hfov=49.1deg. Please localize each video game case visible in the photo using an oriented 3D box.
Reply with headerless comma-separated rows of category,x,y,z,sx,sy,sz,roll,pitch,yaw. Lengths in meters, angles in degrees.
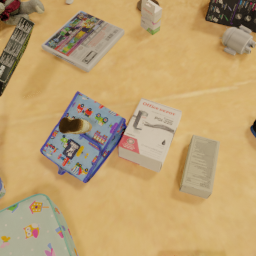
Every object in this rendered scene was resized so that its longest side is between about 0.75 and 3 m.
video game case,-1.618,-3.248,10.287,2.109,0.266,2.314,29,65,16

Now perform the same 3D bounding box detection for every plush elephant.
plush elephant,-4.673,-4.339,10.027,2.388,1.966,1.849,-13,40,26

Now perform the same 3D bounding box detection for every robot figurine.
robot figurine,3.875,-3.098,9.933,1.246,0.703,1.056,38,97,20

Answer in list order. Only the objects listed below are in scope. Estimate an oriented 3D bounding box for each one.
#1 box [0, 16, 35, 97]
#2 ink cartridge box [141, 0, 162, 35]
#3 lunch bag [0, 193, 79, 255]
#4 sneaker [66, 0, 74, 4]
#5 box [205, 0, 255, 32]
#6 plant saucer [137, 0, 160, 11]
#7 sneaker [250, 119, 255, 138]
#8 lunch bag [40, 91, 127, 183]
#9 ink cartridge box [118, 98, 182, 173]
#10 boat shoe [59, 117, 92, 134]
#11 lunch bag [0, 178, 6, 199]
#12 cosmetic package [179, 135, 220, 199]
box,-2.730,-1.590,6.505,0.369,1.499,1.552,26,74,-20
ink cartridge box,0.851,-4.144,10.250,0.412,1.223,0.716,-37,66,-20
lunch bag,-2.235,2.870,6.235,2.011,0.966,2.507,-26,62,-12
sneaker,-2.318,-5.552,11.559,0.362,0.423,0.971,10,59,6
box,4.375,-4.721,10.542,2.449,1.299,1.497,18,62,10
plant saucer,0.814,-4.944,11.364,0.923,0.136,0.923,0,60,-1
sneaker,4.133,0.366,7.913,0.571,0.634,1.627,-24,62,-14
lunch bag,-1.282,0.373,7.864,1.651,1.031,2.193,30,76,15
ink cartridge box,0.638,0.159,7.973,1.294,0.753,1.777,20,60,11
boat shoe,-1.092,-0.019,5.711,0.990,0.329,0.366,7,83,51
lunch bag,-3.984,1.409,7.355,1.187,0.560,1.481,-35,66,-21
cosmetic package,1.945,1.024,7.570,0.795,0.561,1.535,16,61,9
